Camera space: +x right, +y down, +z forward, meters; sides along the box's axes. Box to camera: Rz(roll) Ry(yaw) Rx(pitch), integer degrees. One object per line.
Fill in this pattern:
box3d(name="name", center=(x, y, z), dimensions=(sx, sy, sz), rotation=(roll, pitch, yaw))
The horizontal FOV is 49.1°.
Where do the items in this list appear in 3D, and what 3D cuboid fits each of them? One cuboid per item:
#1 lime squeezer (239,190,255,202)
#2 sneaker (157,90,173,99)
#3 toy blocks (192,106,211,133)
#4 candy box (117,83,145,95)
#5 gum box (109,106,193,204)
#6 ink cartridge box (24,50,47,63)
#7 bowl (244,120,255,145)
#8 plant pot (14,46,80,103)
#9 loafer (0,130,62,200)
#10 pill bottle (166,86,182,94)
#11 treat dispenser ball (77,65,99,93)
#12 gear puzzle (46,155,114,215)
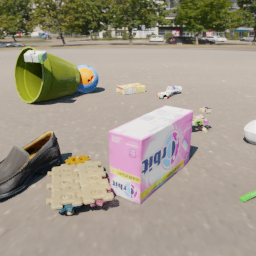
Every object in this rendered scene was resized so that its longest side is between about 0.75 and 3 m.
box3d(name="lime squeezer", center=(3.778, 1.373, 7.416), dimensions=(0.892, 0.476, 2.525), rotation=(-23, 3, 40))
box3d(name="sneaker", center=(2.235, -1.880, 16.139), dimensions=(1.144, 0.403, 0.535), rotation=(-12, 39, -31))
box3d(name="toy blocks", center=(2.588, -0.414, 11.067), dimensions=(1.005, 1.075, 0.905), rotation=(-5, 27, -15))
box3d(name="candy box", center=(0.190, -2.437, 17.429), dimensions=(1.579, 0.437, 0.911), rotation=(-12, 23, -28))
box3d(name="gum box", center=(0.767, 0.530, 7.656), dimensions=(0.972, 1.669, 2.940), rotation=(14, 25, 34))
box3d(name="ink cartridge box", center=(-4.270, -3.313, 12.959), dimensions=(0.866, 0.360, 0.635), rotation=(3, 35, 4))
box3d(name="bowl", center=(4.999, 0.269, 9.977), dimensions=(1.515, 0.566, 1.518), rotation=(15, 24, 35))
box3d(name="plant pot", center=(-4.343, -2.881, 15.752), dimensions=(2.933, 2.933, 2.824), rotation=(18, 16, 39))
box3d(name="loafer", center=(-2.965, 0.941, 7.444), dimensions=(1.064, 1.056, 2.923), rotation=(10, 23, 24))
box3d(name="pill bottle", center=(2.807, -2.303, 16.984), dimensions=(0.857, 0.513, 0.513), rotation=(-8, 22, -26))
box3d(name="treat dispenser ball", center=(-2.655, -3.011, 17.247), dimensions=(1.689, 1.689, 1.689), rotation=(0, 20, 0))
box3d(name="gear puzzle", center=(-1.340, 1.364, 7.422), dimensions=(1.520, 0.384, 2.934), rotation=(-7, 18, -12))
